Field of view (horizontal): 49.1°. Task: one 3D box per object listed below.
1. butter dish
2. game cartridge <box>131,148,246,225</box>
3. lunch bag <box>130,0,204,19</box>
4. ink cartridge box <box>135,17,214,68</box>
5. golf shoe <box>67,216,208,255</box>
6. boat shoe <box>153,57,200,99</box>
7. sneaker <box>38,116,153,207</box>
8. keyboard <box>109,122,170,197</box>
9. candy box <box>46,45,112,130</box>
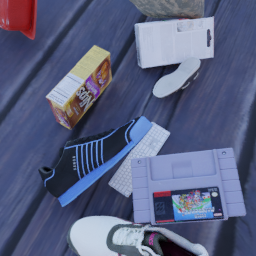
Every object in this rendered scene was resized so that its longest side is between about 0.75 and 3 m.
[{"bbox_3d":[-3.891,-3.893,8.484,2.076,2.081,1.538,41,48,17],"label":"butter dish"},{"bbox_3d":[1.082,1.118,5.351,2.014,0.387,1.306,-7,63,9],"label":"game cartridge"},{"bbox_3d":[0.959,-4.138,8.306,2.452,2.011,1.442,12,98,25],"label":"lunch bag"},{"bbox_3d":[1.415,-2.626,8.508,2.298,1.252,0.579,-9,23,-7],"label":"ink cartridge box"},{"bbox_3d":[0.161,2.304,5.714,2.984,1.314,1.152,12,47,11],"label":"golf shoe"},{"bbox_3d":[1.455,-1.382,8.259,0.657,0.537,1.779,35,70,30],"label":"boat shoe"},{"bbox_3d":[-0.790,0.533,6.471,2.873,1.008,1.119,-40,87,2],"label":"sneaker"},{"bbox_3d":[0.337,0.768,7.334,0.600,0.114,2.131,30,66,15],"label":"keyboard"},{"bbox_3d":[-1.250,-1.108,7.724,0.590,1.219,2.089,30,66,15],"label":"candy box"}]
